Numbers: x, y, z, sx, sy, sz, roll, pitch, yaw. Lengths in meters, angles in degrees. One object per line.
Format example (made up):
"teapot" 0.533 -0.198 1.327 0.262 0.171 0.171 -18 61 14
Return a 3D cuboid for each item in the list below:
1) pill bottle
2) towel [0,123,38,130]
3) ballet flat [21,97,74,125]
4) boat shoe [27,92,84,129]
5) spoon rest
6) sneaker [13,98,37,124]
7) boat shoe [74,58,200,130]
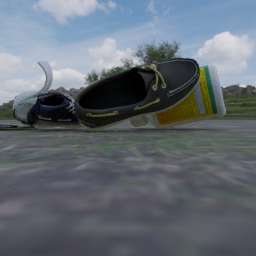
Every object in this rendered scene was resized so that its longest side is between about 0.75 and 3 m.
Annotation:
"pill bottle" 1.194 -0.724 7.278 2.374 1.339 1.339 -12 -2 19
"towel" -2.862 -0.015 6.805 1.006 0.181 1.045 3 0 9
"ballet flat" -2.646 -0.657 10.714 2.972 1.075 1.008 -1 14 -41
"boat shoe" -1.320 -0.409 6.313 1.720 0.642 0.798 -10 -24 -36
"spoon rest" -3.426 -1.309 10.229 2.379 0.721 1.182 -50 -9 29
"sneaker" -1.952 -0.427 7.007 1.736 0.677 0.739 -4 8 -17
"boat shoe" 0.288 -0.811 5.961 2.956 1.054 0.890 -24 -15 -7
